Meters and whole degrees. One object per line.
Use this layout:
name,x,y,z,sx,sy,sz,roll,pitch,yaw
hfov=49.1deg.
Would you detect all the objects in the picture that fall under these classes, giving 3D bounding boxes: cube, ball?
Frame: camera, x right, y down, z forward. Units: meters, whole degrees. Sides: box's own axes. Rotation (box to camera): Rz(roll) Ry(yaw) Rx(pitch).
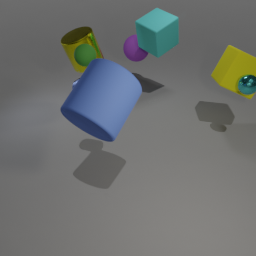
cube,4.322,-2.184,10.860,1.400,1.400,1.400,22,24,-9
cube,1.357,-4.382,12.890,1.400,1.400,1.400,-38,55,-18
ball,4.138,-1.493,9.621,0.700,0.700,0.700,0,31,0
ball,-1.349,-2.292,8.823,0.700,0.700,0.700,0,31,0
ball,0.449,-4.275,15.012,1.400,1.400,1.400,0,31,0

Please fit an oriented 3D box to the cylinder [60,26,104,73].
cylinder,-1.906,-3.297,11.803,1.400,1.400,1.400,-13,42,12

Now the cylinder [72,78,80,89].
cylinder,-1.096,-1.157,7.901,0.700,0.700,0.700,-17,14,44

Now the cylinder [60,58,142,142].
cylinder,-0.598,-0.618,6.459,1.400,1.400,1.400,20,72,29
